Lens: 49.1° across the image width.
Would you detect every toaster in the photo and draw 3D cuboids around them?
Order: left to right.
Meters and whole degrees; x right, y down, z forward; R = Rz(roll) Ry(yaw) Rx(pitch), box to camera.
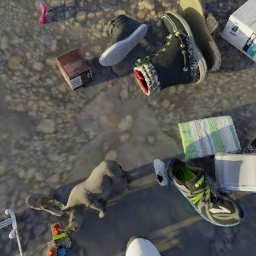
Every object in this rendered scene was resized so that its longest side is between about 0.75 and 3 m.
[{"bbox_3d":[3.080,1.254,7.890,1.624,0.923,1.049,-1,72,17],"label":"toaster"}]

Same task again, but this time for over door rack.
[{"bbox_3d":[-3.490,3.377,7.210,1.573,0.709,2.129,-23,69,-8],"label":"over door rack"}]

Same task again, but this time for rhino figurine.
[{"bbox_3d":[-0.970,1.876,7.660,2.420,0.724,1.058,-43,100,-10],"label":"rhino figurine"}]

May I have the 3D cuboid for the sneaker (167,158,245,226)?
[{"bbox_3d":[1.963,1.697,7.549,0.857,1.002,2.418,-44,61,-11],"label":"sneaker"}]

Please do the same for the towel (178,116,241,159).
[{"bbox_3d":[2.526,0.298,8.756,1.689,0.259,1.260,-9,67,0],"label":"towel"}]

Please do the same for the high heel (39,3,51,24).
[{"bbox_3d":[-3.277,-4.349,10.642,0.444,0.312,0.926,-19,81,-19],"label":"high heel"}]

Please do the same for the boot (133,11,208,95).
[{"bbox_3d":[1.142,-2.559,9.433,2.193,1.048,2.904,-19,72,-11],"label":"boot"}]

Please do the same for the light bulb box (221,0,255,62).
[{"bbox_3d":[4.615,-3.540,9.877,1.708,1.075,1.723,-41,74,-16],"label":"light bulb box"}]

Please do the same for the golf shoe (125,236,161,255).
[{"bbox_3d":[0.546,3.971,6.652,1.068,1.298,2.747,-11,66,-3],"label":"golf shoe"}]

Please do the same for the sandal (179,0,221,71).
[{"bbox_3d":[2.788,-3.424,10.035,1.023,1.141,3.111,-6,72,-29],"label":"sandal"}]

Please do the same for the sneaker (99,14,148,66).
[{"bbox_3d":[-0.456,-3.135,9.901,1.159,0.826,2.337,37,67,16],"label":"sneaker"}]

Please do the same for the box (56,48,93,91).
[{"bbox_3d":[-1.783,-1.947,9.369,0.793,0.801,0.965,-30,71,-12],"label":"box"}]

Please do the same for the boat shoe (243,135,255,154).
[{"bbox_3d":[3.820,0.606,8.585,0.340,0.282,0.947,32,71,12],"label":"boat shoe"}]

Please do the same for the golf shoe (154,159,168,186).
[{"bbox_3d":[0.918,1.253,8.076,0.318,0.395,0.812,-28,67,20],"label":"golf shoe"}]

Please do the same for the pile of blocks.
[{"bbox_3d":[-1.875,3.195,7.417,0.595,0.450,1.449,5,68,2],"label":"pile of blocks"}]

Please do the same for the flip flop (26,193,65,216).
[{"bbox_3d":[-2.313,2.152,7.914,1.154,0.332,0.468,20,69,8],"label":"flip flop"}]
